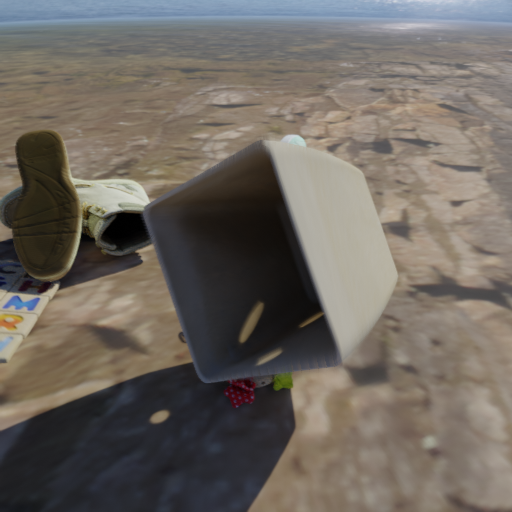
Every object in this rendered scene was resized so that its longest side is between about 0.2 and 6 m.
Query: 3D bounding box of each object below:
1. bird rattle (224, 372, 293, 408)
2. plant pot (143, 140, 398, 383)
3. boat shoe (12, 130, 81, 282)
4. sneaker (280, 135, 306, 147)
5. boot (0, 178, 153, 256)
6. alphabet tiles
[{"bbox_3d":[0.000,1.488,6.860,0.879,0.495,0.716,-24,20,-11],"label":"bird rattle"},{"bbox_3d":[0.364,-0.012,6.692,2.259,2.261,2.002,-20,-1,45],"label":"plant pot"},{"bbox_3d":[-3.447,-0.775,9.469,1.108,0.994,2.995,-7,58,-9],"label":"boat shoe"},{"bbox_3d":[1.289,-1.548,11.454,1.803,1.125,3.057,-1,38,10],"label":"sneaker"},{"bbox_3d":[-3.083,-0.684,9.973,2.735,0.986,2.115,-8,26,-24],"label":"boot"},{"bbox_3d":[-4.550,0.676,7.598,3.081,0.117,3.702,6,19,-7],"label":"alphabet tiles"}]
